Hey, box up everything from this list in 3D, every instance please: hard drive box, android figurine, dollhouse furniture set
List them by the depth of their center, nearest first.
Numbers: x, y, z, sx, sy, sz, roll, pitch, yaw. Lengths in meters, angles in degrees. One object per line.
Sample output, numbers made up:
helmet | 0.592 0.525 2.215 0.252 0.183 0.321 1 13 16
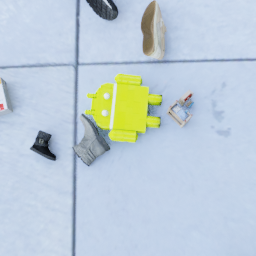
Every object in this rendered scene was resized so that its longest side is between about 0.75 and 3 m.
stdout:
dollhouse furniture set | 1.933 -0.686 9.282 1.049 0.735 0.739 -43 79 -10
android figurine | -0.149 -0.682 9.336 2.547 0.523 2.318 7 79 -2
hard drive box | -4.545 -0.995 9.505 0.930 0.458 1.194 -19 77 -4

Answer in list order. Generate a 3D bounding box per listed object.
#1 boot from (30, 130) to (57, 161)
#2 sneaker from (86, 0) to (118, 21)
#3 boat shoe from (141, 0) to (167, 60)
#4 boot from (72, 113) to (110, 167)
boot | -2.640 0.567 9.144 1.014 0.382 0.758 27 77 7
sneaker | -1.131 -5.341 10.321 1.311 1.134 2.995 -38 79 -14
boat shoe | 0.978 -3.507 10.062 0.731 0.812 2.251 14 67 -34
boot | -1.412 0.380 9.145 1.050 0.544 1.607 -35 77 -3
